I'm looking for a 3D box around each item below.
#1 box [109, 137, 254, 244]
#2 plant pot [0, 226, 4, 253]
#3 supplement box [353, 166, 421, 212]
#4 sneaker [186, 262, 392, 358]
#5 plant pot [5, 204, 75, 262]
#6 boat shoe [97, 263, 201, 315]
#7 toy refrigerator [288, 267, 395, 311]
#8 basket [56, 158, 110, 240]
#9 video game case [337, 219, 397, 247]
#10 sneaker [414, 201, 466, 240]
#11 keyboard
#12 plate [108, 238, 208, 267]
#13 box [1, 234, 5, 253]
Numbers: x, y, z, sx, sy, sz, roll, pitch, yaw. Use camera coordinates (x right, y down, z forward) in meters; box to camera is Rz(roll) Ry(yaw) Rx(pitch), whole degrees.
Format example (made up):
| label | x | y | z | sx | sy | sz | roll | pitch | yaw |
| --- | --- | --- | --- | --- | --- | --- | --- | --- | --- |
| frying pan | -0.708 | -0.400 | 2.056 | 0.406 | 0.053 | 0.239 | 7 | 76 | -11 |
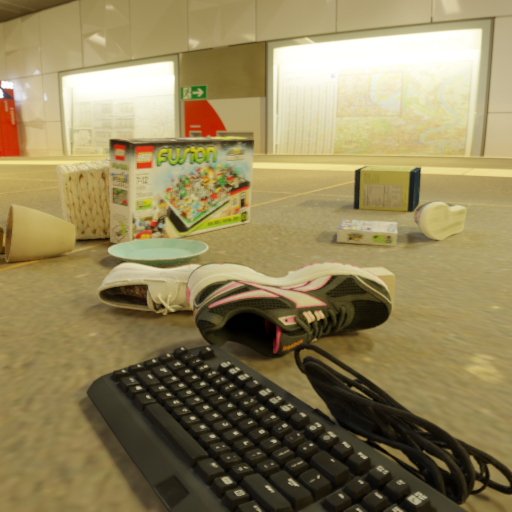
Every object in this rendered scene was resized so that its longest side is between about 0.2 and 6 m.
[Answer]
| label | x | y | z | sx | sy | sz | roll | pitch | yaw |
| --- | --- | --- | --- | --- | --- | --- | --- | --- | --- |
| box | -1.532 | -1.555 | 12.510 | 0.674 | 2.136 | 3.881 | 15 | 20 | 35 |
| plant pot | -5.078 | -0.339 | 10.255 | 0.778 | 0.755 | 0.760 | -2 | 26 | -36 |
| supplement box | 3.963 | -2.057 | 16.855 | 1.747 | 1.174 | 1.749 | 5 | 14 | 20 |
| sneaker | 0.393 | 0.713 | 6.175 | 2.308 | 0.927 | 0.997 | -1 | 35 | -7 |
| plant pot | -3.944 | -0.363 | 10.287 | 1.117 | 1.047 | 1.047 | 5 | 9 | -30 |
| boat shoe | -1.217 | 0.476 | 7.282 | 1.876 | 0.675 | 0.643 | 10 | 34 | 19 |
| toy refrigerator | 1.117 | 0.464 | 7.487 | 1.348 | 0.512 | 0.471 | -3 | 13 | -9 |
| basket | -3.657 | -1.321 | 12.792 | 1.514 | 1.663 | 2.454 | -9 | 15 | -19 |
| video game case | 2.410 | -0.514 | 12.102 | 1.214 | 0.304 | 1.340 | 6 | 14 | 13 |
| sneaker | 3.855 | -0.828 | 12.436 | 0.937 | 0.831 | 2.218 | 15 | 10 | 36 |
| keyboard | 0.209 | 1.178 | 3.992 | 1.948 | 0.742 | 3.743 | -9 | 17 | -32 |
| plate | -1.794 | -0.050 | 10.327 | 1.824 | 0.233 | 1.824 | 0 | 12 | 0 |
| box | -5.178 | -0.251 | 11.308 | 1.611 | 0.171 | 1.317 | -1 | 14 | -7 |
